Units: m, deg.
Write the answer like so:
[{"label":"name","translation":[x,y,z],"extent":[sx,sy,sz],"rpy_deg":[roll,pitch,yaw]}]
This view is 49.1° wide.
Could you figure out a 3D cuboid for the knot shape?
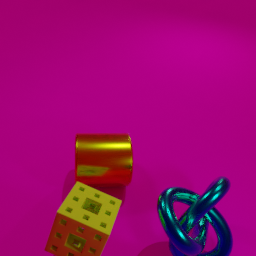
[{"label":"knot shape","translation":[1.411,1.976,5.571],"extent":[1.972,1.846,0.911],"rpy_deg":[-18,15,-35]}]

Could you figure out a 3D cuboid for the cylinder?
[{"label":"cylinder","translation":[-0.643,0.794,6.995],"extent":[1.340,1.340,1.340],"rpy_deg":[0,42,-10]}]

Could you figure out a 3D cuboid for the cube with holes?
[{"label":"cube with holes","translation":[-0.807,1.795,5.208],"extent":[0.950,0.950,0.950],"rpy_deg":[23,24,2]}]
